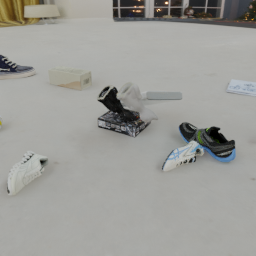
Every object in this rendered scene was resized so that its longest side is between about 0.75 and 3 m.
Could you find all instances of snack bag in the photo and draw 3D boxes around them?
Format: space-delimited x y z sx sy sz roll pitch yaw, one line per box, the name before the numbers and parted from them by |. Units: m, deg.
snack bag | 6.481 -2.223 15.421 1.903 0.216 2.018 12 30 20

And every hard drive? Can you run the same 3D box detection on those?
hard drive | 0.598 -1.101 10.893 1.683 0.335 2.552 -4 1 -34

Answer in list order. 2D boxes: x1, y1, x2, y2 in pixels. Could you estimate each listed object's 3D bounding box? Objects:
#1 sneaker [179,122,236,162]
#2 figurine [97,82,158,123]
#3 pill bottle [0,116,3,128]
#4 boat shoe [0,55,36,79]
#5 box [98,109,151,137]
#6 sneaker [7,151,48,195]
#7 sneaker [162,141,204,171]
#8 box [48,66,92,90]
sneaker | 2.778 0.285 9.778 0.839 0.980 2.366 -16 32 -31
figurine | 0.049 -0.725 9.569 1.702 1.660 0.733 1 53 47
pill bottle | -5.338 -0.218 11.267 0.500 0.500 0.893 -7 28 -13
boat shoe | -7.282 -3.815 17.187 2.990 1.386 1.116 -12 30 -21
box | -0.138 -0.299 11.476 1.773 0.441 1.398 15 31 26
sneaker | -2.946 1.297 8.275 0.736 0.682 1.815 11 29 3
sneaker | 1.783 0.942 8.983 1.710 0.615 0.620 -26 53 -31
box | -3.297 -2.871 15.910 2.295 0.892 1.090 15 31 26
